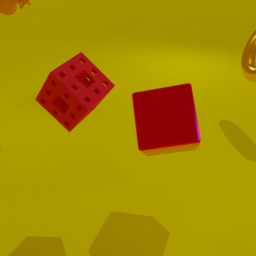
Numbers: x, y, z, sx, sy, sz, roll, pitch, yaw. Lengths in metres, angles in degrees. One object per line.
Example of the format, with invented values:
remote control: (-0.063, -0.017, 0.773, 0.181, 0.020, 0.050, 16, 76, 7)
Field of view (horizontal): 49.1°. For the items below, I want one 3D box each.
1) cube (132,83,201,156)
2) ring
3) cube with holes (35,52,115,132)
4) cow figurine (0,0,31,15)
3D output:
cube: (0.676, -0.093, 4.894, 0.984, 0.984, 0.984, -9, -13, 10)
ring: (3.990, -2.250, 7.821, 0.418, 2.092, 2.092, 21, 27, -17)
cube with holes: (-0.825, -0.556, 4.388, 0.742, 0.742, 0.742, 44, 47, -5)
cow figurine: (-3.019, -3.333, 7.275, 1.189, 1.208, 0.663, 24, 67, -8)
